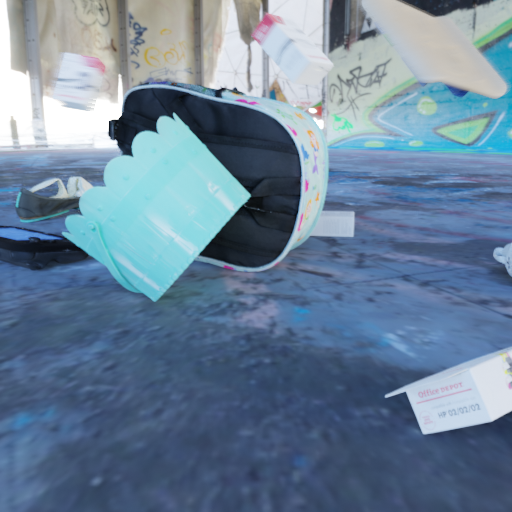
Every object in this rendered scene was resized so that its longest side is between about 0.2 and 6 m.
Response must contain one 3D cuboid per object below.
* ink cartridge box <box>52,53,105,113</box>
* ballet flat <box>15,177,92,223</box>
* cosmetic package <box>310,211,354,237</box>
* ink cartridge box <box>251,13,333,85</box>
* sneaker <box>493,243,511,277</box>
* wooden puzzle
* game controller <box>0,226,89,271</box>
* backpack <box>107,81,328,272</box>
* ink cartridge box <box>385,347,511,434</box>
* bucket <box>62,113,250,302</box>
[{"bbox_3d":[-2.752,-2.689,8.716,0.566,0.781,0.329,12,-6,10],"label":"ink cartridge box"},{"bbox_3d":[-4.904,-1.547,14.678,0.981,0.987,2.884,7,15,33],"label":"ballet flat"},{"bbox_3d":[1.496,-0.716,12.393,1.320,0.470,0.669,3,14,10],"label":"cosmetic package"},{"bbox_3d":[0.487,-2.732,7.464,0.926,0.384,0.680,53,35,14],"label":"ink cartridge box"},{"bbox_3d":[4.903,0.021,8.510,2.383,0.895,1.369,-5,17,-6],"label":"sneaker"},{"bbox_3d":[2.836,-3.306,9.109,2.162,0.501,2.003,-6,59,-38],"label":"wooden puzzle"},{"bbox_3d":[-4.428,-0.282,10.336,2.992,0.630,1.561,11,18,35],"label":"game controller"},{"bbox_3d":[-0.477,-1.374,9.783,3.449,3.062,2.597,16,21,25],"label":"backpack"},{"bbox_3d":[1.760,1.097,4.564,1.257,0.426,0.724,-9,-18,-34],"label":"ink cartridge box"},{"bbox_3d":[-1.313,-0.600,7.787,1.542,2.370,2.370,43,15,-5],"label":"bucket"}]
